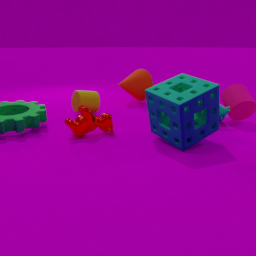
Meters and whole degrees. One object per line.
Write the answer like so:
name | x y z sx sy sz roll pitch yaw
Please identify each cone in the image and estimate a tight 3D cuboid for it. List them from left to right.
cone | 0.081 -1.794 11.654 1.378 1.378 1.383 17 17 42

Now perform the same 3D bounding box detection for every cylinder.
cylinder | -1.535 -0.957 10.169 0.785 0.785 0.785 -2 16 -34
cylinder | 3.561 -0.836 9.054 0.862 0.862 0.862 -3 48 -8

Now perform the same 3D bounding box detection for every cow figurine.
cow figurine | -1.034 -0.086 7.951 1.210 1.191 0.664 -43 26 -11
cow figurine | 2.907 -0.448 8.953 0.916 0.511 0.931 25 -7 46

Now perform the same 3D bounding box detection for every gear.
gear | -3.516 -0.373 8.475 2.020 0.374 2.020 1 22 0

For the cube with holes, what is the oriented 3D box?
cube with holes | 1.411 -0.463 7.230 1.293 1.293 1.293 -26 35 -24
